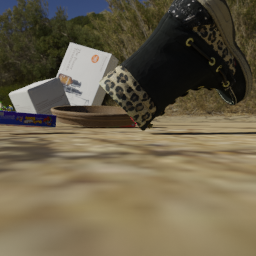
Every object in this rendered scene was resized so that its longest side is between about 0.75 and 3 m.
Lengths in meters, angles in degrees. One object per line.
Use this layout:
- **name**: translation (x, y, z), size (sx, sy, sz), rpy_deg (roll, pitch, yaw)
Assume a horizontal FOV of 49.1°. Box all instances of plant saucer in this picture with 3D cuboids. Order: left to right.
- **plant saucer**: translation (-0.849, -0.376, 8.055), size (2.646, 0.390, 2.646), rpy_deg (2, 9, 0)

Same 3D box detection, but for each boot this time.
- **boot**: translation (0.812, -0.653, 4.185), size (0.866, 1.812, 2.399), rpy_deg (49, 5, 41)

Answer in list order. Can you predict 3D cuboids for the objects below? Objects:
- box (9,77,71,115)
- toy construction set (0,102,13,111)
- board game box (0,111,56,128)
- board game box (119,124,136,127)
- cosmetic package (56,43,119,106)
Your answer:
- **box**: translation (-2.913, -0.906, 9.307), size (1.312, 1.130, 1.319), rpy_deg (0, 27, 44)
- **toy construction set**: translation (-3.905, -0.437, 8.275), size (0.874, 0.403, 0.573), rpy_deg (-41, -29, 5)
- **board game box**: translation (-1.484, -0.112, 3.952), size (0.786, 0.176, 0.528), rpy_deg (4, -3, -35)
- **board game box**: translation (-0.305, -0.127, 8.969), size (0.920, 0.186, 0.704), rpy_deg (-1, 2, -22)
- **cosmetic package**: translation (-1.926, -1.842, 11.561), size (2.191, 2.905, 0.751), rpy_deg (22, 1, 23)
